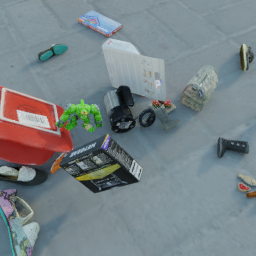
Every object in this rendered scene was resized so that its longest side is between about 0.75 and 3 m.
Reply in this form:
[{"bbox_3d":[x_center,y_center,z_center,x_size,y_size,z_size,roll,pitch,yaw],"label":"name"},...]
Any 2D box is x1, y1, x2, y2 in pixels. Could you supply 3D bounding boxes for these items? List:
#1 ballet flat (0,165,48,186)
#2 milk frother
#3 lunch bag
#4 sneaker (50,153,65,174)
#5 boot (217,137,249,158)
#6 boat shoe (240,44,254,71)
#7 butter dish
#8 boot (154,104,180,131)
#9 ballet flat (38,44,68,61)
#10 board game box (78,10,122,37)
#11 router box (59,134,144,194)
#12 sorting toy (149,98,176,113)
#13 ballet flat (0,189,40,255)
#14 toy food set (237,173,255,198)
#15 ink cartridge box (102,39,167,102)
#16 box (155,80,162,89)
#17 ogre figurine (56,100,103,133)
[{"bbox_3d":[-3.744,1.595,9.546,1.917,0.656,0.652,2,59,2],"label":"ballet flat"},{"bbox_3d":[0.054,-0.739,11.153,1.671,1.508,1.572,20,40,-41],"label":"milk frother"},{"bbox_3d":[2.976,-1.692,11.576,1.117,1.344,1.603,29,58,20],"label":"lunch bag"},{"bbox_3d":[-2.368,1.226,10.016,0.403,0.381,1.044,33,63,9],"label":"sneaker"},{"bbox_3d":[3.901,0.809,10.360,1.095,0.359,0.903,13,56,4],"label":"boot"},{"bbox_3d":[5.671,-3.384,13.278,0.589,0.666,1.818,6,53,11],"label":"boat shoe"},{"bbox_3d":[-3.736,0.245,9.714,2.986,2.207,2.977,18,27,-31],"label":"butter dish"},{"bbox_3d":[1.519,-0.478,10.927,0.867,0.346,0.953,-29,92,-27],"label":"boot"},{"bbox_3d":[-3.716,-3.792,13.695,1.554,0.528,0.531,-30,49,-21],"label":"ballet flat"},{"bbox_3d":[-1.536,-5.729,15.312,2.269,0.221,1.168,34,59,22],"label":"board game box"},{"bbox_3d":[-0.817,1.142,8.256,2.021,1.589,0.528,-23,32,39],"label":"router box"},{"bbox_3d":[1.436,-0.963,11.637,0.798,0.278,0.793,-33,56,-18],"label":"sorting toy"},{"bbox_3d":[-3.286,2.894,8.495,0.951,0.924,2.672,-20,53,-27],"label":"ballet flat"},{"bbox_3d":[4.353,2.112,9.429,1.424,0.224,0.905,22,56,15],"label":"toy food set"},{"bbox_3d":[0.385,-2.330,11.278,2.702,2.191,0.677,18,56,24],"label":"ink cartridge box"},{"bbox_3d":[1.059,-1.772,12.354,1.098,0.228,0.654,-9,53,-9],"label":"box"},{"bbox_3d":[-1.550,-0.386,9.229,1.531,0.918,0.751,11,34,-4],"label":"ogre figurine"}]
